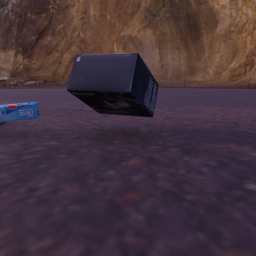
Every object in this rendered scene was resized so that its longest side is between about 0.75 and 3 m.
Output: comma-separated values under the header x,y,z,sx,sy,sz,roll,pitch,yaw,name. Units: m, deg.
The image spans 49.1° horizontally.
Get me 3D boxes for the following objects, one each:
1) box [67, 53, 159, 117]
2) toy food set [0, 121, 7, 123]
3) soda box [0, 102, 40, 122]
x,y,z,sx,sy,sz,roll,pitch,yaw,name
-0.331,-1.096,7.531,1.797,1.073,1.827,5,-15,25,box
-5.087,-0.199,8.135,1.867,0.463,2.937,0,10,3,toy food set
-3.094,-0.439,7.678,1.219,0.413,0.391,-5,15,-6,soda box
